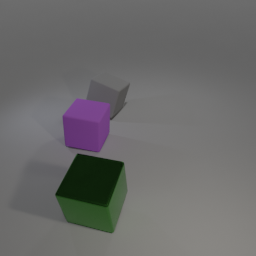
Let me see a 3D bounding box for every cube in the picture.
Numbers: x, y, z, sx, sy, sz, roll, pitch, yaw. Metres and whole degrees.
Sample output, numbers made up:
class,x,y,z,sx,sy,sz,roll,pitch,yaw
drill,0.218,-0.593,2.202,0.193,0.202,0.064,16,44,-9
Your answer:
class,x,y,z,sx,sy,sz,roll,pitch,yaw
cube,-1.553,-0.132,10.785,1.400,1.400,1.400,10,35,9
cube,-0.900,1.745,7.587,1.400,1.400,1.400,9,46,14
cube,-0.929,-1.545,12.817,1.400,1.400,1.400,25,31,10
